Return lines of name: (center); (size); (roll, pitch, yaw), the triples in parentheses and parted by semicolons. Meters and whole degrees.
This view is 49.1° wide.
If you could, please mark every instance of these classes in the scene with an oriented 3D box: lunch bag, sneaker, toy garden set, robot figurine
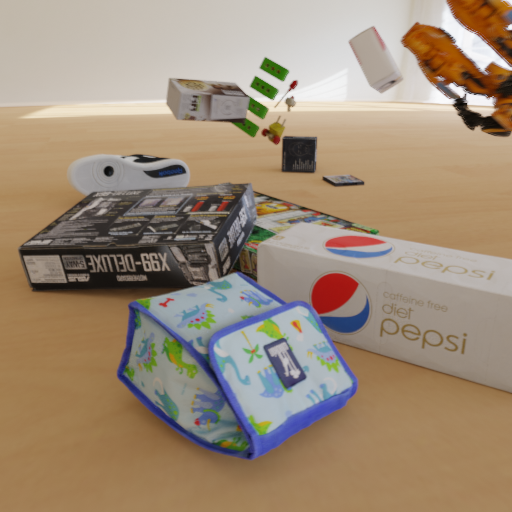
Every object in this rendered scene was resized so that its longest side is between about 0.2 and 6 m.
lunch bag: (-0.161, 1.089, 5.672); (1.940, 1.236, 1.649); (33, 30, 33)
sneaker: (-3.562, -2.074, 14.644); (3.259, 1.191, 1.823); (-6, 16, -39)
toy garden set: (0.375, -3.708, 13.745); (1.514, 1.816, 0.362); (40, 19, 30)
robot figurine: (3.587, -2.966, 8.668); (2.540, 1.841, 0.739); (39, 36, -6)

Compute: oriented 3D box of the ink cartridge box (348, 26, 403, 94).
ink cartridge box: (1.861, -2.994, 8.637); (0.456, 0.786, 1.065); (-27, 0, 24)

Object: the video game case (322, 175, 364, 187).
video game case: (2.511, -2.177, 16.203); (0.897, 0.127, 0.993); (-5, 20, -14)

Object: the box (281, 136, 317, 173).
box: (1.362, -3.201, 17.636); (1.062, 1.081, 0.670); (3, 18, 8)

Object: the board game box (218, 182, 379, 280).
board game box: (-0.252, -0.669, 11.408); (2.626, 0.588, 5.012); (-17, 26, -33)

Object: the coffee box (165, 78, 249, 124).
coffee box: (-1.055, -3.357, 12.135); (1.579, 0.630, 0.892); (-4, 37, -25)

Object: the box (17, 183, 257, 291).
box: (-1.802, -0.379, 9.268); (3.187, 0.793, 2.513); (-2, 26, 14)

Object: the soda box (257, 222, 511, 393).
soda box: (1.839, 0.518, 7.150); (3.684, 1.173, 1.255); (12, 23, 31)
